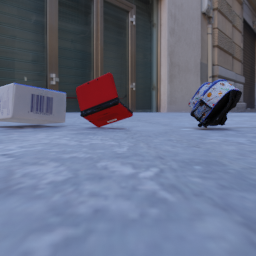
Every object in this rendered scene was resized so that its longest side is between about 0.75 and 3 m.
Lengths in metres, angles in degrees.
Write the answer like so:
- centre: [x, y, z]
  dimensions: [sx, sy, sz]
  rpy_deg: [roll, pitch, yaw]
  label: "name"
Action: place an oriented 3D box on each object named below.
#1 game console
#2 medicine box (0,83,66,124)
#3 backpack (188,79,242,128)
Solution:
- centre: [-0.640, -0.702, 7.559]
  dimensions: [1.295, 0.769, 1.116]
  rpy_deg: [-17, -36, 32]
  label: "game console"
- centre: [-2.991, -0.625, 8.209]
  dimensions: [1.793, 0.923, 1.633]
  rpy_deg: [-1, -4, 44]
  label: "medicine box"
- centre: [2.250, -0.666, 7.189]
  dimensions: [1.247, 1.188, 0.960]
  rpy_deg: [-6, 51, -50]
  label: "backpack"
